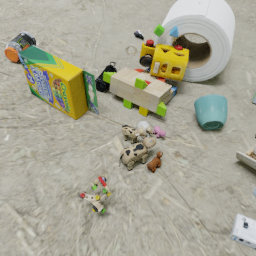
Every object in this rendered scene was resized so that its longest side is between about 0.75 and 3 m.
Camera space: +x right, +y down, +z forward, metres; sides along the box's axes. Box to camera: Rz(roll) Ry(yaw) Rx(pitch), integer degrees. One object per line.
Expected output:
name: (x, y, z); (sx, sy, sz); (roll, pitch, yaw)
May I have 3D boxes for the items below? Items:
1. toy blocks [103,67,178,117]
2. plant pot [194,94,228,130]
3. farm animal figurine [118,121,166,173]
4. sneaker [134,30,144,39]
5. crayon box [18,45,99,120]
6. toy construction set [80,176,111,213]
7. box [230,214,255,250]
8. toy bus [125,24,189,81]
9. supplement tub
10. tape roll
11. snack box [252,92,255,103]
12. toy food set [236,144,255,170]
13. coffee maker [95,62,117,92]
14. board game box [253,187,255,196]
toy blocks: (0.678, -1.660, 10.793); (2.732, 1.365, 1.867); (27, 42, 21)
plant pot: (2.900, -0.478, 9.718); (1.147, 1.147, 0.921); (2, 63, 2)
farm animal figurine: (0.478, 0.397, 8.994); (1.508, 0.939, 1.867); (4, 48, 3)
sneaker: (0.533, -4.588, 13.958); (0.329, 0.284, 0.751); (-26, 46, -7)
crayon box: (-2.484, -1.551, 10.104); (2.995, 1.883, 0.773); (28, 54, 23)
toy construction set: (-0.706, 1.771, 7.375); (0.860, 1.031, 0.792); (-32, 79, -32)
box: (3.305, 2.777, 7.271); (1.120, 0.337, 0.653); (18, 51, 16)
toy bus: (1.185, -2.497, 10.507); (2.207, 2.083, 1.141); (-25, 31, 32)
supplement tub: (-4.881, -3.667, 12.682); (0.872, 0.872, 1.424); (14, 50, 12)
tape roll: (2.697, -3.589, 11.246); (2.923, 2.923, 2.007); (14, 50, 13)
snack box: (6.273, -1.277, 10.670); (2.543, 0.674, 1.808); (23, 52, 19)
toy food set: (4.924, 0.643, 8.535); (2.756, 0.832, 1.977); (-30, 43, -28)
coffee maker: (-0.892, -2.043, 11.193); (0.646, 0.921, 0.959); (15, 50, 17)
board game box: (4.717, 2.098, 7.863); (1.627, 0.353, 1.619); (-17, 50, -15)
